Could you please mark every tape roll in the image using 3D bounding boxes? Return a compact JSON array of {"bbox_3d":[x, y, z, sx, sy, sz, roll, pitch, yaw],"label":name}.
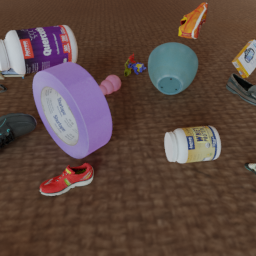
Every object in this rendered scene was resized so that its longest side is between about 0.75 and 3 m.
[{"bbox_3d":[-1.798,-0.526,8.810,0.954,2.909,2.909,-31,47,-33],"label":"tape roll"}]

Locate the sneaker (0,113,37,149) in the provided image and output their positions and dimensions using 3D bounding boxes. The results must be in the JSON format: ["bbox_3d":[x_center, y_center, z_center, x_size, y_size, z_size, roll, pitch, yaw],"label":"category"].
[{"bbox_3d":[-4.408,0.425,9.324,2.890,1.090,1.145,-22,54,-16],"label":"sneaker"}]

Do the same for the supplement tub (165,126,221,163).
[{"bbox_3d":[2.018,0.531,8.902,1.532,1.106,1.106,-6,37,-7],"label":"supplement tub"}]

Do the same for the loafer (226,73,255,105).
[{"bbox_3d":[5.246,-1.661,12.185,0.819,0.717,2.279,-21,42,-26],"label":"loafer"}]

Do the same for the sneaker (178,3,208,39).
[{"bbox_3d":[2.563,-4.283,10.883,0.872,0.825,2.260,17,49,20],"label":"sneaker"}]

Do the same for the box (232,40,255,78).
[{"bbox_3d":[2.571,-1.489,5.912,0.769,0.458,0.159,-48,19,-15],"label":"box"}]

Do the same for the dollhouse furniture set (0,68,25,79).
[{"bbox_3d":[-5.437,-3.452,14.031,2.029,1.402,2.149,0,37,0],"label":"dollhouse furniture set"}]

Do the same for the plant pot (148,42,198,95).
[{"bbox_3d":[1.864,-2.304,12.067,2.205,2.205,1.485,7,52,9],"label":"plant pot"}]

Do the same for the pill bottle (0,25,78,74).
[{"bbox_3d":[-3.345,-2.848,10.265,2.738,1.540,1.540,-17,40,-25],"label":"pill bottle"}]

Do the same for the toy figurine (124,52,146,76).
[{"bbox_3d":[0.461,-3.136,14.173,0.917,0.807,1.530,15,40,10],"label":"toy figurine"}]

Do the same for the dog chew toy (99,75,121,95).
[{"bbox_3d":[-0.874,-1.863,12.505,0.752,0.752,1.207,28,53,32],"label":"dog chew toy"}]

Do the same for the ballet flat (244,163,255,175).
[{"bbox_3d":[3.935,1.261,8.636,0.258,0.260,0.760,-19,40,-21],"label":"ballet flat"}]

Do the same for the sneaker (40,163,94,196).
[{"bbox_3d":[-1.785,1.400,8.091,1.604,0.681,0.618,-18,40,-23],"label":"sneaker"}]

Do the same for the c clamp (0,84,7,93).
[{"bbox_3d":[-6.088,-1.783,12.875,1.021,0.138,0.872,26,39,33],"label":"c clamp"}]
